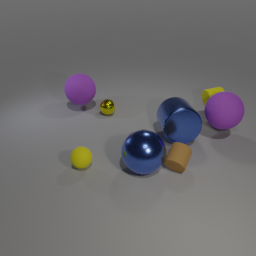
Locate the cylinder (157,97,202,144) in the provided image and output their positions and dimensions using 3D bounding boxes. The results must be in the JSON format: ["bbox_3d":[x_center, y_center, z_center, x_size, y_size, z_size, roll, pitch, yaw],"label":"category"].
[{"bbox_3d":[1.877,-0.300,10.469,1.400,1.400,1.400,-3,23,-4],"label":"cylinder"}]

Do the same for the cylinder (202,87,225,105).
[{"bbox_3d":[3.493,-1.275,11.435,0.700,0.700,0.700,-12,32,-12],"label":"cylinder"}]

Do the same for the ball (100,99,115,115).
[{"bbox_3d":[-0.904,-0.928,12.403,0.700,0.700,0.700,0,30,0],"label":"ball"}]

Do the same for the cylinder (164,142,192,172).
[{"bbox_3d":[1.599,0.930,8.905,0.700,0.700,0.700,16,59,25],"label":"cylinder"}]

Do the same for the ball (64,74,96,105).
[{"bbox_3d":[-2.140,-1.736,12.591,1.400,1.400,1.400,0,30,0],"label":"ball"}]

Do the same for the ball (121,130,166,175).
[{"bbox_3d":[0.490,0.755,8.791,1.400,1.400,1.400,0,30,0],"label":"ball"}]

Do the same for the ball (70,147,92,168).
[{"bbox_3d":[-1.509,0.949,9.027,0.700,0.700,0.700,0,30,0],"label":"ball"}]

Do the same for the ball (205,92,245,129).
[{"bbox_3d":[3.563,-0.645,10.376,1.400,1.400,1.400,0,30,0],"label":"ball"}]
